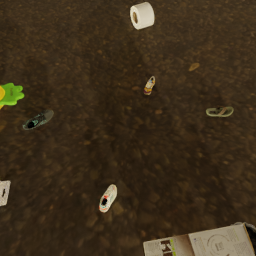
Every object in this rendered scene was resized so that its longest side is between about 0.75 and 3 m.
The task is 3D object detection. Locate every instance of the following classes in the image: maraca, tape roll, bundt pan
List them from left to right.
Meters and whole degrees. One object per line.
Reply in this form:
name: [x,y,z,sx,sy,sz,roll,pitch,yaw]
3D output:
maraca: [-5.847,-1.261,11.549,2.927,1.566,2.007,-13,44,-18]
tape roll: [0.768,-6.113,15.261,0.847,1.234,1.234,-22,57,-15]
bundt pan: [3.551,3.532,8.621,1.153,0.433,1.153,-6,56,9]

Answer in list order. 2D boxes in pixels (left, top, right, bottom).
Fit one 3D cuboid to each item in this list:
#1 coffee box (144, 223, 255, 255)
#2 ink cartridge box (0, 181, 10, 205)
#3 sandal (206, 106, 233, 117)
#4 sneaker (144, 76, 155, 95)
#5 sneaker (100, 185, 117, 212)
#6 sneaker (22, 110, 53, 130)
coffee box: [1.919,3.606,7.693,2.720,1.555,1.084,-12,54,4]
ink cartridge box: [-5.034,2.169,9.606,1.667,0.566,0.960,-4,54,-3]
sandal: [3.915,-0.727,11.872,1.160,0.331,0.460,-6,54,-4]
sneaker: [0.966,-1.936,12.697,0.355,0.427,0.947,16,55,11]
sneaker: [-0.667,2.337,9.539,0.357,0.474,1.013,20,57,14]
sneaker: [-3.601,-0.294,11.358,1.343,0.507,0.532,-35,19,-19]
